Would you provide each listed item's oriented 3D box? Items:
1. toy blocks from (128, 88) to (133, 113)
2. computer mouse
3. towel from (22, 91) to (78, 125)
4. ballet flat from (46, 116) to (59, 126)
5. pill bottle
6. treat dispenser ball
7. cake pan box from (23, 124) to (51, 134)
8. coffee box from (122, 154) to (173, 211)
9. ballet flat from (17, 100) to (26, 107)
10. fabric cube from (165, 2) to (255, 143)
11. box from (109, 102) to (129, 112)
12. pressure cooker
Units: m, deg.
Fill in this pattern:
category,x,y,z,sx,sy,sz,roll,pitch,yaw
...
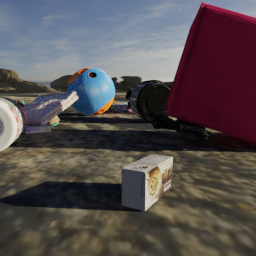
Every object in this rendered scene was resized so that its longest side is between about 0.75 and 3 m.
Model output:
category,x,y,z,sx,sy,sz,roll,pitch,yaw
toy blocks,0.597,-1.391,13.969,1.255,1.342,1.130,4,4,22
computer mouse,1.266,-0.025,7.259,1.601,0.525,2.280,17,10,8
towel,-3.015,-0.685,9.676,2.037,0.328,1.946,0,32,33
ballet flat,-3.081,-0.503,10.521,0.718,0.665,2.038,-14,14,-26
pill bottle,-3.126,-0.153,6.777,1.174,1.174,2.062,-2,9,-11
treat dispenser ball,-1.754,-1.726,13.331,2.271,2.271,2.271,0,9,0
cake pan box,-2.860,0.027,8.696,0.746,0.212,0.810,-4,7,-29
coffee box,0.277,0.683,3.735,0.349,0.494,0.874,5,10,30
ballet flat,-4.430,-0.610,11.416,0.887,0.832,2.452,-26,24,-22
fabric cube,2.612,-1.274,7.253,2.666,2.624,2.675,18,10,4
box,-0.043,-1.216,15.882,1.344,0.391,1.963,4,10,24
pressure cooker,0.853,-1.086,11.342,1.627,1.602,1.822,-31,14,-7
